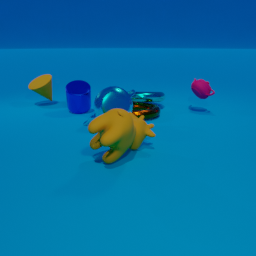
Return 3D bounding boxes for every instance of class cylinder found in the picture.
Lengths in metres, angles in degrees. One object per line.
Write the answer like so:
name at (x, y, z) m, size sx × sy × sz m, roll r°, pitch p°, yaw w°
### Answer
cylinder at (-1.803, -1.139, 10.261) m, size 0.896 × 0.896 × 0.896 m, roll 3°, pitch 46°, yaw -3°

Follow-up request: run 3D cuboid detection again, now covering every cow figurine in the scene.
cow figurine at (-0.068, 0.037, 6.309) m, size 1.645 × 1.672 × 0.918 m, roll -37°, pitch 67°, yaw -22°

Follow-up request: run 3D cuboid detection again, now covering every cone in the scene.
cone at (-3.385, -1.503, 11.591) m, size 1.030 × 1.034 × 1.030 m, roll -14°, pitch 39°, yaw 12°

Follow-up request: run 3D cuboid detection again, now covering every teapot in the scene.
teapot at (2.723, -1.494, 10.364) m, size 0.612 × 0.777 × 1.250 m, roll -43°, pitch 43°, yaw -1°
teapot at (-0.551, -0.638, 8.790) m, size 1.976 × 1.229 × 0.968 m, roll -36°, pitch 14°, yaw -12°

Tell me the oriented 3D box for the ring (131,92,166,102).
ring at (0.525, -1.247, 11.139) m, size 1.920 × 0.384 × 1.920 m, roll 0°, pitch 8°, yaw 0°

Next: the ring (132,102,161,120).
ring at (0.316, -0.627, 10.026) m, size 1.691 × 0.338 × 1.691 m, roll 0°, pitch 16°, yaw 0°
